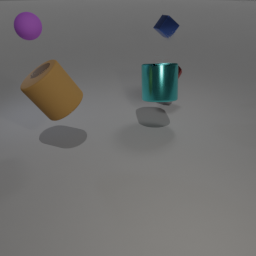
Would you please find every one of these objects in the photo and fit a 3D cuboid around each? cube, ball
[{"bbox_3d":[1.678,-4.449,12.302,0.700,0.700,0.700,31,10,-28],"label":"cube"},{"bbox_3d":[-2.605,-2.654,7.306,0.700,0.700,0.700,0,28,0],"label":"ball"}]

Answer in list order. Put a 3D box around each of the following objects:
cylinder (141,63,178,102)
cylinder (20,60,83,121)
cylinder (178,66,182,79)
[{"bbox_3d":[1.224,-1.773,10.808,1.400,1.400,1.400,-1,12,0],"label":"cylinder"},{"bbox_3d":[-2.385,-1.186,8.876,1.400,1.400,1.400,-24,37,19],"label":"cylinder"},{"bbox_3d":[1.972,-2.393,12.580,0.700,0.700,0.700,17,59,29],"label":"cylinder"}]
